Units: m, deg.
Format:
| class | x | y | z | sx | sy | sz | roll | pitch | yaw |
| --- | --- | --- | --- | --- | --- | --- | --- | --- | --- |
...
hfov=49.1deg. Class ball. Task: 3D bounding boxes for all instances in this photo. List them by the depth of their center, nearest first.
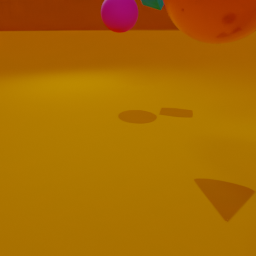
| class | x | y | z | sx | sy | sz | roll | pitch | yaw |
| --- | --- | --- | --- | --- | --- | --- | --- | --- | --- |
| ball | 0.941 | -1.470 | 2.809 | 1.206 | 1.206 | 1.206 | 0 | 21 | 0 |
| ball | -0.260 | -3.568 | 8.701 | 1.156 | 1.156 | 1.156 | 0 | 21 | 0 |

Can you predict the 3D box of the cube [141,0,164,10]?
| class | x | y | z | sx | sy | sz | roll | pitch | yaw |
| --- | --- | --- | --- | --- | --- | --- | --- | --- | --- |
| cube | 0.853 | -4.438 | 9.133 | 0.722 | 0.722 | 0.722 | 27 | 0 | 20 |
